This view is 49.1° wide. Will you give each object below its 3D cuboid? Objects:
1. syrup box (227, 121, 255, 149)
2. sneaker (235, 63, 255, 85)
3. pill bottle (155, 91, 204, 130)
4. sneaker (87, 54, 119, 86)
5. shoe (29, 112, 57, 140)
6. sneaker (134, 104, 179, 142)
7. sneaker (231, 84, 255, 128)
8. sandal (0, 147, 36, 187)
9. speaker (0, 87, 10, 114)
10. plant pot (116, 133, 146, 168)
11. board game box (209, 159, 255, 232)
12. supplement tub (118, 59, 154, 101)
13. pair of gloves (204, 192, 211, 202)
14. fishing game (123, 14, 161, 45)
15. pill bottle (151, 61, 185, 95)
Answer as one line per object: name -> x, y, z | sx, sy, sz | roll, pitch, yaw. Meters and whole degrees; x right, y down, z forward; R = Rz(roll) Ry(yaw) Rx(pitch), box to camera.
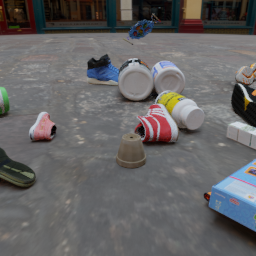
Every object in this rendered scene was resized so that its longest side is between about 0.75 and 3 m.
syrup box -> 3.391, 0.207, 7.945 | 0.428, 0.443, 1.087 | -16, 28, -28
sneaker -> 6.019, -2.751, 14.571 | 0.910, 0.923, 2.358 | -3, 14, 42
pill bottle -> 1.672, -0.563, 9.114 | 0.955, 0.955, 1.716 | -10, 25, -23
sneaker -> -0.835, -2.955, 14.117 | 2.586, 1.439, 0.993 | 5, 24, 12
shoe -> -2.463, -0.055, 8.554 | 0.641, 0.503, 1.408 | 2, 28, 1
sneaker -> 0.647, -0.207, 8.551 | 1.172, 0.742, 2.084 | -2, 25, -13
sneaker -> 4.580, -0.770, 9.749 | 1.236, 0.961, 2.748 | 3, 28, -4
sandal -> -2.889, 0.920, 6.275 | 1.822, 0.520, 0.724 | 27, 25, 20
speaker -> -5.406, -0.796, 9.582 | 2.383, 1.054, 1.054 | -14, 27, -30
plant pot -> 0.083, 0.518, 6.943 | 0.768, 0.667, 0.768 | 0, 22, 0
board game box -> 3.034, 1.215, 5.040 | 2.650, 0.485, 2.005 | -15, 28, -42
supplement tub -> 0.304, -2.201, 12.282 | 1.491, 1.491, 2.433 | -1, 24, -1
pair of gloves -> 2.493, 1.498, 5.168 | 1.565, 0.217, 1.757 | -7, 22, -31
fishing game -> 0.533, -3.706, 10.668 | 1.497, 0.233, 1.072 | -31, -17, 22
pill bottle -> 1.723, -2.291, 12.697 | 1.334, 1.334, 2.380 | 0, 23, -1
